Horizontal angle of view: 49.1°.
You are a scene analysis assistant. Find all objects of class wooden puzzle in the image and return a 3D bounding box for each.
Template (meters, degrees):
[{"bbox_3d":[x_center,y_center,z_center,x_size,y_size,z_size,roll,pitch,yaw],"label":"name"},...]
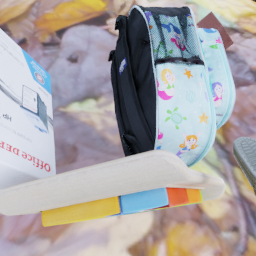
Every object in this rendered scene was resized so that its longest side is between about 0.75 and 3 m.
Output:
[{"bbox_3d":[-0.021,1.169,4.484,2.757,2.980,0.555,-16,66,23],"label":"wooden puzzle"}]

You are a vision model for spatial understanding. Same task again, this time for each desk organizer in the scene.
[{"bbox_3d":[2.152,-2.297,6.988,0.550,1.428,0.512,-37,71,24],"label":"desk organizer"}]

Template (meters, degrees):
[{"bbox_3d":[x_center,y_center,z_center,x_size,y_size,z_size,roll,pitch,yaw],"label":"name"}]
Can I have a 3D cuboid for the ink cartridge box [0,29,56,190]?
[{"bbox_3d":[-2.364,-0.279,5.062,1.162,1.982,2.707,-22,59,14],"label":"ink cartridge box"}]

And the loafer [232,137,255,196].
[{"bbox_3d":[1.477,0.587,3.087,0.404,0.374,1.074,-14,61,-23],"label":"loafer"}]

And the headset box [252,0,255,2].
[{"bbox_3d":[3.517,-3.569,6.811,1.444,1.073,0.542,35,76,16],"label":"headset box"}]

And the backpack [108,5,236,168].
[{"bbox_3d":[0.743,-0.583,5.613,2.168,2.557,2.880,3,65,-13],"label":"backpack"}]
